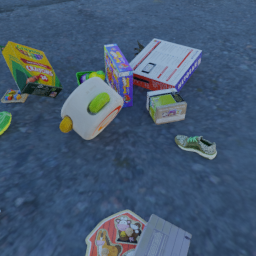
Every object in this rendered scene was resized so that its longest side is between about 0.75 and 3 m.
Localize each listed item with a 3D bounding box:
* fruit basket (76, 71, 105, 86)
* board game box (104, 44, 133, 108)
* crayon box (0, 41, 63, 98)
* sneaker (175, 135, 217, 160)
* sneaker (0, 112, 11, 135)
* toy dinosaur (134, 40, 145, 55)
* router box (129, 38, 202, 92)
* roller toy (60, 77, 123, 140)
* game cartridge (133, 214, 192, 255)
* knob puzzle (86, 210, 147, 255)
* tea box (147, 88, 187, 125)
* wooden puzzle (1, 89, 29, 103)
[{"bbox_3d":[-1.520,-1.867,11.611,0.997,1.382,1.382,-11,41,-24],"label":"fruit basket"},{"bbox_3d":[-0.434,-2.292,12.041,0.570,1.712,2.546,-11,41,-13],"label":"board game box"},{"bbox_3d":[-3.968,-2.498,11.416,1.695,0.678,2.670,1,50,-55],"label":"crayon box"},{"bbox_3d":[2.346,0.463,9.566,1.534,0.680,0.590,21,44,23],"label":"sneaker"},{"bbox_3d":[-5.521,-0.092,9.877,2.699,1.128,1.000,-18,42,-21],"label":"sneaker"},{"bbox_3d":[0.732,-3.845,14.557,0.764,0.575,1.495,-8,74,-8],"label":"toy dinosaur"},{"bbox_3d":[1.662,-2.924,13.184,2.620,0.713,2.919,24,55,25],"label":"router box"},{"bbox_3d":[-1.290,-0.699,9.750,1.488,2.129,1.942,42,27,5],"label":"roller toy"},{"bbox_3d":[0.742,3.012,6.560,1.179,0.349,1.818,24,40,10],"label":"game cartridge"},{"bbox_3d":[-0.121,2.861,7.018,2.138,0.296,2.138,0,40,0],"label":"knob puzzle"},{"bbox_3d":[1.490,-0.870,11.047,1.212,0.810,1.192,-10,41,-12],"label":"tea box"},{"bbox_3d":[-4.900,-1.432,12.176,0.981,0.227,0.909,2,40,2],"label":"wooden puzzle"}]
